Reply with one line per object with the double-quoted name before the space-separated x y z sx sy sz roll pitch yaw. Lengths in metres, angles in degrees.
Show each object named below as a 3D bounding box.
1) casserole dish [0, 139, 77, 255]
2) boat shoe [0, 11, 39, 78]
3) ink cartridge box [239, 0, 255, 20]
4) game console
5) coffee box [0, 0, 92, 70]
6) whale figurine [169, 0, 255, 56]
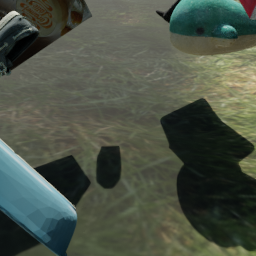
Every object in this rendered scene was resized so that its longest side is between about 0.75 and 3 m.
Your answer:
"casserole dish" -0.885 0.272 1.845 0.295 1.520 0.921 -50 17 -24
"boat shoe" -1.814 -0.974 3.924 0.466 0.550 1.510 31 69 -7
"ink cartridge box" 2.373 -2.515 5.075 1.121 0.535 1.276 2 50 -4
"game console" 2.229 -3.502 9.090 2.199 1.934 1.280 28 52 -21
"coffee box" -2.450 -2.803 7.033 2.715 1.552 1.082 -45 35 -23
"whale figurine" 2.465 -2.683 7.049 2.816 1.461 2.240 3 28 12
